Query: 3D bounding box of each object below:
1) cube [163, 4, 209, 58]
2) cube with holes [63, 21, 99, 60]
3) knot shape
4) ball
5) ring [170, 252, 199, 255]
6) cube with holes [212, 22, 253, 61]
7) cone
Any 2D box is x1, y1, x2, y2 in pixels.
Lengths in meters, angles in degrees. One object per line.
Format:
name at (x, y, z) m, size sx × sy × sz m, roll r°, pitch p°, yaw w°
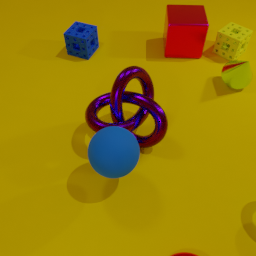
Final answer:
cube at (1.809, -3.113, 9.040) m, size 1.210 × 1.210 × 1.210 m, roll 2°, pitch 51°, yaw 2°
cube with holes at (-1.494, -2.841, 9.097) m, size 0.784 × 0.784 × 0.784 m, roll 18°, pitch 53°, yaw 14°
knot shape at (0.122, -0.319, 6.581) m, size 1.935 × 0.894 × 1.811 m, roll -42°, pitch 92°, yaw -7°
ball at (-0.285, 0.486, 5.635) m, size 1.045 × 1.045 × 1.045 m, roll 0°, pitch 51°, yaw 0°
ring at (1.043, 2.776, 4.871) m, size 1.172 × 0.234 × 1.172 m, roll -1°, pitch 49°, yaw 1°
cube with holes at (3.357, -2.778, 9.038) m, size 0.784 × 0.784 × 0.784 m, roll 37°, pitch 60°, yaw 27°
cone at (3.151, -1.643, 7.711) m, size 0.898 × 0.901 × 0.898 m, roll 0°, pitch 79°, yaw 2°
